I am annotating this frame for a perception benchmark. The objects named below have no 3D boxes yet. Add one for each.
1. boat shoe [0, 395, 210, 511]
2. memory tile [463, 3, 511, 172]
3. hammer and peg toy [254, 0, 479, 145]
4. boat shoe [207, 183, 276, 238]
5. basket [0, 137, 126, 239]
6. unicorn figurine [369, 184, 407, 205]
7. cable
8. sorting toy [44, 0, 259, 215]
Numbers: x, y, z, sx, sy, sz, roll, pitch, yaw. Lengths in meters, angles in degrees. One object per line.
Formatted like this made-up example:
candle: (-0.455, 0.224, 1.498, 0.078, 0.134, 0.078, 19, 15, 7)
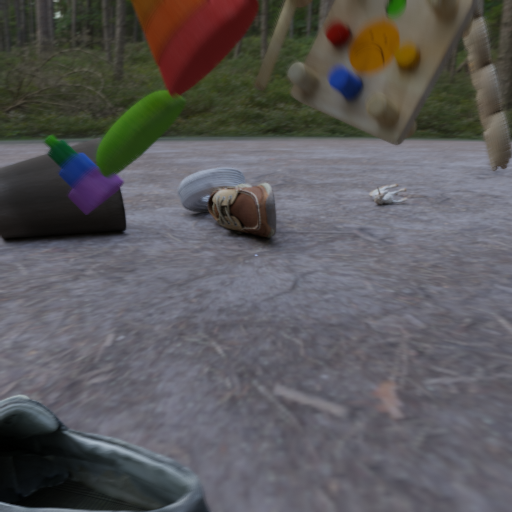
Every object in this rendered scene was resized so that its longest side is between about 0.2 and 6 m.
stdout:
boat shoe: (-1.457, 1.344, 3.459, 2.880, 1.021, 1.038, 6, 16, 20)
memory tile: (3.672, -2.862, 9.085, 0.244, 2.908, 2.229, -13, -1, 22)
hammer and peg toy: (1.081, -2.380, 6.386, 2.350, 1.728, 0.829, 36, 15, 37)
boat shoe: (-0.364, -0.955, 12.037, 1.115, 1.176, 3.105, -8, 8, -15)
basket: (-4.300, -1.324, 11.951, 2.486, 2.241, 1.691, -14, -20, -21)
unicorn figurine: (3.692, -1.716, 15.901, 1.084, 0.583, 1.578, -13, 3, -10)
cable: (-1.093, -1.638, 13.986, 1.729, 0.599, 1.730, -9, -12, -8)
sorting toy: (-1.887, -2.291, 7.644, 4.550, 1.567, 1.578, -37, 10, 44)
